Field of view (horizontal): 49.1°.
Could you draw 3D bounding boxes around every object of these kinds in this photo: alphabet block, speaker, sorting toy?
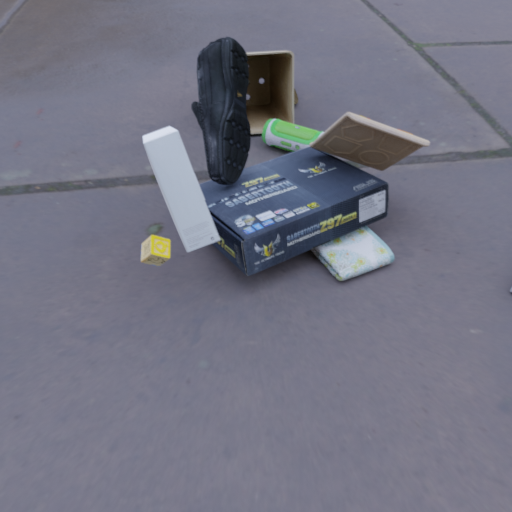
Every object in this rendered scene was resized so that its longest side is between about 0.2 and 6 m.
[{"bbox_3d":[-1.424,-0.069,7.928,0.313,0.321,0.315,13,59,-34],"label":"alphabet block"},{"bbox_3d":[1.005,-2.895,13.893,1.658,0.733,0.733,21,45,23],"label":"speaker"},{"bbox_3d":[2.246,-2.325,11.350,1.796,1.941,0.354,15,79,-16],"label":"sorting toy"}]

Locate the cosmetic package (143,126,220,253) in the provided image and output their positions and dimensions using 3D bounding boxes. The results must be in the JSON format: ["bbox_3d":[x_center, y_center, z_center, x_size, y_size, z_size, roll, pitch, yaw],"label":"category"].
[{"bbox_3d":[-1.285,-1.186,9.192,0.598,1.745,2.314,-20,17,-6],"label":"cosmetic package"}]

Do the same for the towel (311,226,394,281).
[{"bbox_3d":[1.788,-0.164,11.025,1.261,0.355,1.473,-21,45,-18],"label":"towel"}]

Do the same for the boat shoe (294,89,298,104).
[{"bbox_3d":[0.713,-4.937,16.380,0.651,0.694,1.929,-30,48,15],"label":"boat shoe"}]

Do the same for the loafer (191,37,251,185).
[{"bbox_3d":[-0.763,-2.902,11.418,1.089,1.053,3.101,-7,77,31],"label":"loafer"}]

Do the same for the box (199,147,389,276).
[{"bbox_3d":[0.543,-1.071,11.344,3.361,0.857,2.651,-21,35,-22],"label":"box"}]

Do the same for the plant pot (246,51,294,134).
[{"bbox_3d":[-0.151,-4.476,14.892,2.013,2.016,1.785,-5,29,-6],"label":"plant pot"}]

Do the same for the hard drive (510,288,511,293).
[{"bbox_3d":[5.928,0.331,10.323,2.289,0.485,1.544,-31,50,-31],"label":"hard drive"}]
